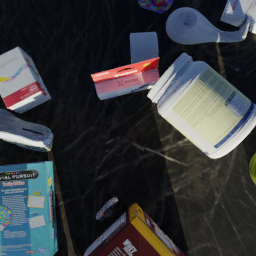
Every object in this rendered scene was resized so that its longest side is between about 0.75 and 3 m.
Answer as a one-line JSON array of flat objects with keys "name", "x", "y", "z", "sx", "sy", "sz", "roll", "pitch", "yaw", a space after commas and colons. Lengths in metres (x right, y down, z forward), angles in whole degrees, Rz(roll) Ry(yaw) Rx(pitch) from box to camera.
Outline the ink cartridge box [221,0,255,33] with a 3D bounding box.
[{"name": "ink cartridge box", "x": 4.151, "y": -4.002, "z": 9.399, "sx": 1.666, "sy": 0.702, "sz": 1.205, "roll": 21, "pitch": 86, "yaw": 2}]

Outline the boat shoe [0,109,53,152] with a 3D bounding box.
[{"name": "boat shoe", "x": -3.688, "y": 0.150, "z": 8.976, "sx": 2.678, "sy": 0.831, "sz": 0.964, "roll": 20, "pitch": 49, "yaw": 7}]

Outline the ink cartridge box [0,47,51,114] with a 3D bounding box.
[{"name": "ink cartridge box", "x": -3.456, "y": -1.494, "z": 8.951, "sx": 1.175, "sy": 1.181, "sz": 1.625, "roll": -28, "pitch": 86, "yaw": -2}]

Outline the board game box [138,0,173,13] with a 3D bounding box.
[{"name": "board game box", "x": 0.952, "y": -4.587, "z": 9.681, "sx": 1.269, "sy": 0.247, "sz": 1.003, "roll": 17, "pitch": 85, "yaw": 2}]

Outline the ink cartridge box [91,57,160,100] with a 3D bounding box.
[{"name": "ink cartridge box", "x": -0.021, "y": -1.449, "z": 8.654, "sx": 2.021, "sy": 1.781, "sz": 0.452, "roll": -14, "pitch": 85, "yaw": -1}]

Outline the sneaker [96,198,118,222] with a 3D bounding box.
[{"name": "sneaker", "x": -0.616, "y": 2.673, "z": 9.096, "sx": 0.924, "sy": 0.356, "sz": 0.378, "roll": -45, "pitch": 107, "yaw": 1}]

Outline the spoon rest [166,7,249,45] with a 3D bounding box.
[{"name": "spoon rest", "x": 2.582, "y": -3.327, "z": 9.427, "sx": 2.643, "sy": 0.801, "sz": 1.313, "roll": 15, "pitch": 84, "yaw": 15}]

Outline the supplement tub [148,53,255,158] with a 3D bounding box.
[{"name": "supplement tub", "x": 2.197, "y": -0.694, "z": 8.459, "sx": 2.813, "sy": 2.039, "sz": 2.039, "roll": 41, "pitch": 87, "yaw": 3}]

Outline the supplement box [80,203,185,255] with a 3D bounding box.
[{"name": "supplement box", "x": 0.178, "y": 4.219, "z": 8.177, "sx": 2.713, "sy": 1.802, "sz": 2.676, "roll": -43, "pitch": 87, "yaw": -3}]

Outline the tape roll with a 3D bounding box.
[{"name": "tape roll", "x": 0.508, "y": -2.456, "z": 9.028, "sx": 0.823, "sy": 1.199, "sz": 1.199, "roll": -3, "pitch": 85, "yaw": 0}]

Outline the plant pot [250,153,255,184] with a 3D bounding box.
[{"name": "plant pot", "x": 4.779, "y": 1.307, "z": 8.609, "sx": 1.484, "sy": 1.429, "sz": 1.484, "roll": 0, "pitch": 85, "yaw": 0}]

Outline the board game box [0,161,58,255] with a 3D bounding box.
[{"name": "board game box", "x": -3.423, "y": 2.554, "z": 8.813, "sx": 2.144, "sy": 0.667, "sz": 2.840, "roll": -5, "pitch": 84, "yaw": 3}]
